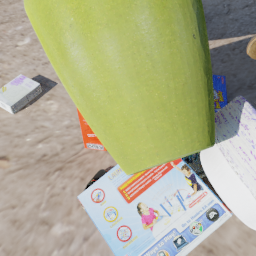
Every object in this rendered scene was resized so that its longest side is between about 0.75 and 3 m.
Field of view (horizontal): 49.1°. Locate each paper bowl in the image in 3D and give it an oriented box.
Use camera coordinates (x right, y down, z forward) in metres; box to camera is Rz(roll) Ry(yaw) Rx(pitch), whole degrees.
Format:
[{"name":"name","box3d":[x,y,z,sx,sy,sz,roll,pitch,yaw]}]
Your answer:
[{"name":"paper bowl","box3d":[2.466,0.816,5.356,1.404,2.700,2.700,-42,50,20]}]

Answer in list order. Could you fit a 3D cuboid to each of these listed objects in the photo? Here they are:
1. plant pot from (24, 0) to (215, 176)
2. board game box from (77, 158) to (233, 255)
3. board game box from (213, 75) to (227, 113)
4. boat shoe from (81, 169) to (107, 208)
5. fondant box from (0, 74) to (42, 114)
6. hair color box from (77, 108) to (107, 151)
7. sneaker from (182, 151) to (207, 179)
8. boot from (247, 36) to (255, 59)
[{"name":"plant pot","box3d":[0.173,-0.863,4.320,2.712,2.712,2.898,-17,80,-14]},{"name":"board game box","box3d":[0.447,1.492,5.277,2.049,0.573,2.007,-37,67,-6]},{"name":"board game box","box3d":[1.848,-0.575,7.610,1.562,0.520,2.323,8,51,7]},{"name":"boat shoe","box3d":[-0.719,1.307,6.193,0.369,0.316,1.008,17,51,15]},{"name":"fondant box","box3d":[-3.200,-0.998,8.093,0.824,0.333,1.142,27,54,21]},{"name":"hair color box","box3d":[-0.732,-0.452,6.535,0.617,2.015,1.023,6,50,6]},{"name":"sneaker","box3d":[1.050,0.674,6.319,2.099,0.906,0.815,-4,50,-3]},{"name":"boot","box3d":[2.190,-1.149,3.961,0.547,1.487,0.561,-10,89,-7]}]
